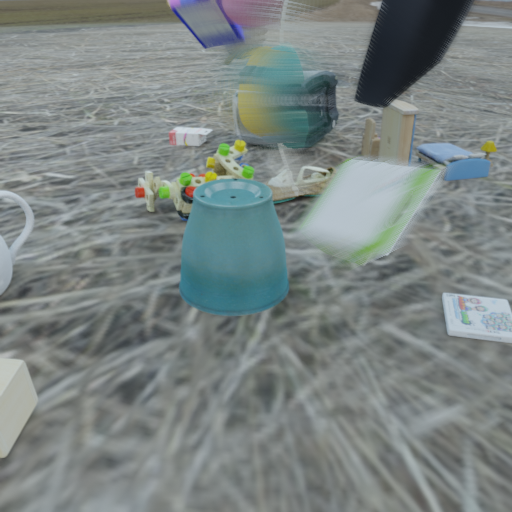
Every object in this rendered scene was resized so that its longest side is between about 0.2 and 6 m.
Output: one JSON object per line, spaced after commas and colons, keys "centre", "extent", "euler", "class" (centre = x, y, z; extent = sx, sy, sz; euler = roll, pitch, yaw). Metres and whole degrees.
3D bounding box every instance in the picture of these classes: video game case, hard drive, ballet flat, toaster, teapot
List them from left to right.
{"centre": [-3.995, -0.099, 7.063], "extent": [1.759, 1.301, 1.782], "euler": [3, 27, 6], "class": "teapot"}
{"centre": [0.666, -3.448, 13.290], "extent": [1.793, 1.578, 2.776], "euler": [13, 37, 31], "class": "toaster"}
{"centre": [0.727, -1.342, 10.263], "extent": [1.744, 0.569, 0.615], "euler": [-12, 28, -22], "class": "ballet flat"}
{"centre": [2.105, -3.049, 6.833], "extent": [0.535, 2.529, 1.706], "euler": [42, 66, 16], "class": "hard drive"}
{"centre": [2.686, 0.734, 6.757], "extent": [0.783, 0.102, 0.860], "euler": [6, 28, 11], "class": "video game case"}

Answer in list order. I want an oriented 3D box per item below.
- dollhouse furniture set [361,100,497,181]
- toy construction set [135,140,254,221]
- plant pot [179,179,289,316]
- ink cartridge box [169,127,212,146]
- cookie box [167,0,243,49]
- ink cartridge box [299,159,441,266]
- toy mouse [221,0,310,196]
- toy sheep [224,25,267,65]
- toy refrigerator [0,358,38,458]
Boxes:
{"centre": [3.627, -2.564, 11.722], "extent": [2.152, 1.405, 2.032], "euler": [-6, 28, -12], "class": "dollhouse furniture set"}
{"centre": [-0.971, -1.262, 9.636], "extent": [2.183, 1.006, 1.431], "euler": [-17, 55, -15], "class": "toy construction set"}
{"centre": [-0.296, -0.198, 7.176], "extent": [1.467, 1.379, 1.467], "euler": [0, 28, 0], "class": "plant pot"}
{"centre": [-1.559, -2.867, 13.486], "extent": [0.946, 0.319, 0.551], "euler": [6, 28, 14], "class": "ink cartridge box"}
{"centre": [-0.798, -4.012, 7.852], "extent": [0.706, 1.608, 1.880], "euler": [-11, 2, 9], "class": "cookie box"}
{"centre": [1.005, -0.337, 4.702], "extent": [0.821, 0.421, 1.111], "euler": [-56, 33, -7], "class": "ink cartridge box"}
{"centre": [0.024, -1.150, 3.146], "extent": [0.298, 1.540, 1.368], "euler": [-13, -1, -4], "class": "toy mouse"}
{"centre": [-0.204, -3.665, 9.327], "extent": [0.747, 1.084, 0.747], "euler": [27, 25, -14], "class": "toy sheep"}
{"centre": [-3.015, 1.327, 5.086], "extent": [1.779, 0.622, 0.675], "euler": [2, 34, 6], "class": "toy refrigerator"}
